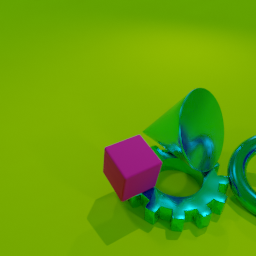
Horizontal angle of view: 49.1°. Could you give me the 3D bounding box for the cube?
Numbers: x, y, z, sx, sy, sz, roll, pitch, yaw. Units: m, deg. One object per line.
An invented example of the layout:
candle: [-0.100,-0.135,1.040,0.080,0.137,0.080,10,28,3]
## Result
cube: [0.051,0.699,4.954,0.733,0.733,0.733,-20,52,-25]

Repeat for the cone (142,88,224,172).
cone: [0.897,0.061,5.905,1.610,1.604,1.604,-3,26,46]

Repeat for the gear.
gear: [0.934,1.066,5.502,1.935,0.358,1.935,0,36,0]

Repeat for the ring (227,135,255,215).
ring: [2.798,0.869,5.234,1.790,0.358,1.790,-9,56,14]
